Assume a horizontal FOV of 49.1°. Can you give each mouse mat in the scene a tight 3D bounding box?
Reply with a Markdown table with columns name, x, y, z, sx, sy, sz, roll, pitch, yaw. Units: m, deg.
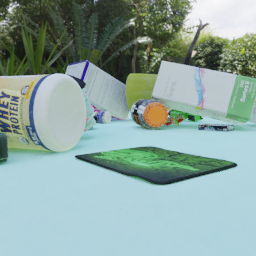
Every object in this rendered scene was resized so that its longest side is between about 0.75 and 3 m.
| name | x | y | z | sx | sy | sz | roll | pitch | yaw |
| --- | --- | --- | --- | --- | --- | --- | --- | --- | --- |
| mouse mat | 0.317 | 0.442 | 3.900 | 1.507 | 0.071 | 1.873 | -4 | 6 | -38 |

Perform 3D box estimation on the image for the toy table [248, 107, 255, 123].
| name | x | y | z | sx | sy | sz | roll | pitch | yaw |
| --- | --- | --- | --- | --- | --- | --- | --- | --- | --- |
| toy table | 5.066 | -0.897 | 9.556 | 2.019 | 1.286 | 2.196 | 23 | -14 | -38 |

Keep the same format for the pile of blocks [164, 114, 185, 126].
| name | x | y | z | sx | sy | sz | roll | pitch | yaw |
| --- | --- | --- | --- | --- | --- | --- | --- | --- | --- |
| pile of blocks | 1.506 | -0.185 | 9.788 | 1.025 | 0.421 | 0.318 | -9 | 48 | 3 |

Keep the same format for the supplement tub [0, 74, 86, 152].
| name | x | y | z | sx | sy | sz | roll | pitch | yaw |
| --- | --- | --- | --- | --- | --- | --- | --- | --- | --- |
| supplement tub | -1.785 | -0.275 | 4.931 | 1.791 | 1.293 | 1.293 | 2 | 6 | 23 |

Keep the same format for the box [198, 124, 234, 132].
| name | x | y | z | sx | sy | sz | roll | pitch | yaw |
| --- | --- | --- | --- | --- | --- | --- | --- | --- | --- |
| box | 2.605 | -0.018 | 8.266 | 0.868 | 0.164 | 0.593 | 4 | 7 | 38 |

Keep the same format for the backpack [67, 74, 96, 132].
| name | x | y | z | sx | sy | sz | roll | pitch | yaw |
| --- | --- | --- | --- | --- | --- | --- | --- | --- | --- |
| backpack | -1.662 | -0.454 | 6.524 | 1.935 | 1.225 | 1.615 | 1 | 34 | 39 |

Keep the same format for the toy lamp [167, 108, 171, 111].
| name | x | y | z | sx | sy | sz | roll | pitch | yaw |
| --- | --- | --- | --- | --- | --- | --- | --- | --- | --- |
| toy lamp | 2.004 | -1.134 | 16.945 | 2.896 | 0.843 | 0.843 | 0 | 5 | -2 |

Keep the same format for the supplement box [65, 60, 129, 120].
| name | x | y | z | sx | sy | sz | roll | pitch | yaw |
| --- | --- | --- | --- | --- | --- | --- | --- | --- | --- |
| supplement box | -1.264 | -1.511 | 12.042 | 2.852 | 1.474 | 1.443 | 25 | -14 | -39 |

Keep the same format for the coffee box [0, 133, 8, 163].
| name | x | y | z | sx | sy | sz | roll | pitch | yaw |
| --- | --- | --- | --- | --- | --- | --- | --- | --- | --- |
| coffee box | -2.730 | 0.247 | 3.875 | 1.964 | 0.432 | 1.207 | 4 | 7 | 39 |

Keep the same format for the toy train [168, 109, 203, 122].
| name | x | y | z | sx | sy | sz | roll | pitch | yaw |
| --- | --- | --- | --- | --- | --- | --- | --- | --- | --- |
| toy train | 2.497 | -0.589 | 12.413 | 0.589 | 0.436 | 2.088 | -21 | 17 | -23 |

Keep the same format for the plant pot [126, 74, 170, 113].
| name | x | y | z | sx | sy | sz | roll | pitch | yaw |
| --- | --- | --- | --- | --- | --- | --- | --- | --- | --- |
| plant pot | 1.222 | -1.451 | 11.781 | 2.077 | 1.943 | 1.943 | -4 | 3 | 22 |

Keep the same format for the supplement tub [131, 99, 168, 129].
| name | x | y | z | sx | sy | sz | roll | pitch | yaw |
| --- | --- | --- | --- | --- | --- | --- | --- | --- | --- |
| supplement tub | 0.676 | -0.454 | 8.878 | 0.925 | 0.925 | 1.510 | -1 | 6 | -12 |

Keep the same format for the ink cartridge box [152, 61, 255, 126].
| name | x | y | z | sx | sy | sz | roll | pitch | yaw |
| --- | --- | --- | --- | --- | --- | --- | --- | --- | --- |
| ink cartridge box | 2.478 | -1.089 | 9.179 | 2.964 | 1.297 | 2.153 | 13 | 0 | 17 |

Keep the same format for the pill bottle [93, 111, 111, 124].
| name | x | y | z | sx | sy | sz | roll | pitch | yaw |
| --- | --- | --- | --- | --- | --- | --- | --- | --- | --- |
| pill bottle | -1.097 | -0.416 | 10.909 | 0.788 | 0.471 | 0.471 | 2 | 5 | 22 |

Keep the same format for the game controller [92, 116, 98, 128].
| name | x | y | z | sx | sy | sz | roll | pitch | yaw |
| --- | --- | --- | --- | --- | --- | --- | --- | --- | --- |
| game controller | -2.038 | -0.211 | 8.786 | 2.179 | 0.459 | 1.137 | 3 | 5 | 33 |
